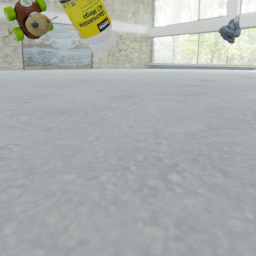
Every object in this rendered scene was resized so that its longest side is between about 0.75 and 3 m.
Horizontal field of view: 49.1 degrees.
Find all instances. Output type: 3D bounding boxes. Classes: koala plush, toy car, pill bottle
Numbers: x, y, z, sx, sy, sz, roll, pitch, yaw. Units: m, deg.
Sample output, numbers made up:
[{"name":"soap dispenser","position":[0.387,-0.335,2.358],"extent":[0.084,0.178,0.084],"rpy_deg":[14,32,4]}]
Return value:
[{"name":"koala plush","position":[3.618,-3.502,9.750],"extent":[0.718,0.781,0.692],"rpy_deg":[29,-9,4]},{"name":"toy car","position":[-2.931,-3.449,8.885],"extent":[1.329,1.277,1.618],"rpy_deg":[-30,32,-26]},{"name":"pill bottle","position":[-0.957,-2.743,6.930],"extent":[0.922,1.641,0.922],"rpy_deg":[-18,39,16]}]
